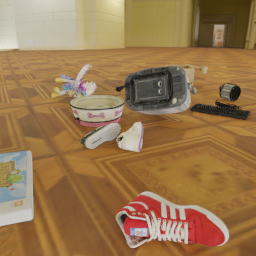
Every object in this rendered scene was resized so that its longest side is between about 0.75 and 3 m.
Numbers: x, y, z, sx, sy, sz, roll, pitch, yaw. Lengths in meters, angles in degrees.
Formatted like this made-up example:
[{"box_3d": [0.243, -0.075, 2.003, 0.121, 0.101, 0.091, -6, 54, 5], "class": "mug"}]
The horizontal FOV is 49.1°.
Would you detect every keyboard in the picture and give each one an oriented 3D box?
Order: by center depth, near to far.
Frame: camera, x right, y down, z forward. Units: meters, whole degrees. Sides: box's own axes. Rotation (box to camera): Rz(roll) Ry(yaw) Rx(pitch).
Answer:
[{"box_3d": [4.054, -0.912, 12.240, 2.410, 0.478, 1.255, 13, 24, 29], "class": "keyboard"}]

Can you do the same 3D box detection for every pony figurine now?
[{"box_3d": [-2.699, -2.184, 14.465, 2.125, 1.769, 2.051, 14, 56, 24], "class": "pony figurine"}]

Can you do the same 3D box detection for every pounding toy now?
[{"box_3d": [3.656, -3.308, 17.588, 2.583, 1.182, 2.269, 1, 21, 3], "class": "pounding toy"}]

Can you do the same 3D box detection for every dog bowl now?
[{"box_3d": [-1.207, -0.698, 11.188, 2.152, 0.794, 2.152, 0, 20, 0], "class": "dog bowl"}]

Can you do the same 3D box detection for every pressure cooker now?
[{"box_3d": [5.096, -1.837, 14.196, 0.841, 0.828, 0.941, -28, 29, -23], "class": "pressure cooker"}]

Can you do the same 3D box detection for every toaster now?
[{"box_3d": [1.169, -1.368, 11.134, 2.905, 1.651, 1.876, -6, -8, 23], "class": "toaster"}]

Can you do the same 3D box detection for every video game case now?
[{"box_3d": [-3.541, 1.355, 6.359, 2.615, 0.317, 2.873, -6, 21, -17], "class": "video game case"}]

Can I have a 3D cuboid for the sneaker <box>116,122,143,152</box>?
[{"box_3d": [0.077, 0.211, 8.996, 0.822, 0.618, 1.650, 2, 21, 5], "class": "sneaker"}]

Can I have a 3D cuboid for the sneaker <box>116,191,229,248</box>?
[{"box_3d": [0.649, 1.722, 4.857, 1.917, 0.683, 1.078, 8, 17, 41], "class": "sneaker"}]

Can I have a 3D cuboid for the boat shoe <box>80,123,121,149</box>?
[{"box_3d": [-0.898, 0.167, 9.176, 0.556, 0.565, 1.567, 21, 30, 35], "class": "boat shoe"}]
